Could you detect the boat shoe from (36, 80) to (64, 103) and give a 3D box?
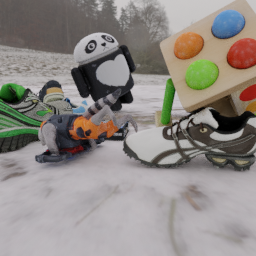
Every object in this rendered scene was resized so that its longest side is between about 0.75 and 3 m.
[{"bbox_3d":[-2.711,-0.990,9.704,0.858,0.716,2.299,-7,-12,-26],"label":"boat shoe"}]

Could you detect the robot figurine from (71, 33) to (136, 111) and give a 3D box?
[{"bbox_3d":[-0.851,-2.120,10.752,1.850,2.964,2.227,-16,21,21],"label":"robot figurine"}]

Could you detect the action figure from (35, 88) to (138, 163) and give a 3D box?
[{"bbox_3d":[-0.752,-0.021,4.876,1.741,0.941,1.800,-12,3,19],"label":"action figure"}]

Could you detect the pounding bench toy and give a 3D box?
[{"bbox_3d":[1.178,-0.658,4.630,2.247,1.396,1.753,-25,-34,18],"label":"pounding bench toy"}]

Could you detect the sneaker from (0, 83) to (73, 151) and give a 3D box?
[{"bbox_3d":[-2.118,-0.367,6.204,1.150,1.255,2.946,3,10,18],"label":"sneaker"}]

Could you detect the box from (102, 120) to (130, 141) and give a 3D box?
[{"bbox_3d":[-0.528,0.026,6.750,1.028,0.279,1.283,1,10,7],"label":"box"}]

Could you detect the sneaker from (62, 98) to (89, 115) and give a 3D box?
[{"bbox_3d":[-2.215,-0.600,8.957,2.060,0.746,0.740,1,11,11],"label":"sneaker"}]

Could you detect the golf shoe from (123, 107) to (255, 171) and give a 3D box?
[{"bbox_3d":[0.918,0.065,4.252,2.042,0.965,0.794,-1,37,6],"label":"golf shoe"}]
